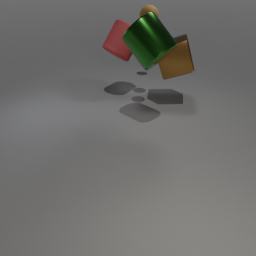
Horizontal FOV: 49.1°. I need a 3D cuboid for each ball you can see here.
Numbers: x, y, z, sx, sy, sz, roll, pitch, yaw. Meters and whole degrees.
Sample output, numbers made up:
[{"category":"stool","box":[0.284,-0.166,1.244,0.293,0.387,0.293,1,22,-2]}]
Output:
[{"category":"ball","box":[0.776,-4.148,10.299,0.700,0.700,0.700,0,29,0]}]

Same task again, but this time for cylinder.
[{"category":"cylinder","box":[-0.274,-4.037,13.007,1.400,1.400,1.400,29,7,-4]},{"category":"cylinder","box":[0.748,-2.967,9.660,1.400,1.400,1.400,-37,1,1]}]

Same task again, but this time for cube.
[{"category":"cube","box":[2.079,-3.151,12.398,1.400,1.400,1.400,-12,26,16]}]
